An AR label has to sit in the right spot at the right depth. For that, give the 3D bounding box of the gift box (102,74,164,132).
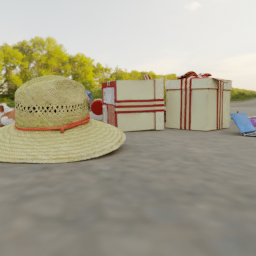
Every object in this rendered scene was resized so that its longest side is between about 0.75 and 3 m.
[{"bbox_3d":[0.189,-0.882,9.587,1.893,1.871,2.027,-4,12,-20],"label":"gift box"}]

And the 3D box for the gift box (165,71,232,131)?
[{"bbox_3d":[2.634,-0.968,9.834,2.111,1.971,1.948,3,6,39],"label":"gift box"}]

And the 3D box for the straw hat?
[{"bbox_3d":[-1.433,-0.368,5.304,2.822,1.194,2.822,1,16,0],"label":"straw hat"}]

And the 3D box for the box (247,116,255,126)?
[{"bbox_3d":[5.240,-0.302,11.438,1.181,0.337,1.725,1,5,8],"label":"box"}]

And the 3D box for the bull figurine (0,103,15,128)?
[{"bbox_3d":[-2.960,-0.445,8.912,2.930,0.954,1.779,10,29,41],"label":"bull figurine"}]

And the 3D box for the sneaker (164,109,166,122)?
[{"bbox_3d":[1.778,-0.556,13.049,0.855,0.665,1.901,5,6,-30],"label":"sneaker"}]

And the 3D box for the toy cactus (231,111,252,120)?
[{"bbox_3d":[5.331,-0.459,13.006,0.989,0.506,0.816,10,17,10],"label":"toy cactus"}]

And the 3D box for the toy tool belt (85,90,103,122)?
[{"bbox_3d":[-2.286,-1.081,12.416,2.872,1.793,1.765,1,14,3],"label":"toy tool belt"}]

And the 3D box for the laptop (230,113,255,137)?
[{"bbox_3d":[3.579,-0.098,7.870,0.989,0.612,1.056,-6,8,-43],"label":"laptop"}]
